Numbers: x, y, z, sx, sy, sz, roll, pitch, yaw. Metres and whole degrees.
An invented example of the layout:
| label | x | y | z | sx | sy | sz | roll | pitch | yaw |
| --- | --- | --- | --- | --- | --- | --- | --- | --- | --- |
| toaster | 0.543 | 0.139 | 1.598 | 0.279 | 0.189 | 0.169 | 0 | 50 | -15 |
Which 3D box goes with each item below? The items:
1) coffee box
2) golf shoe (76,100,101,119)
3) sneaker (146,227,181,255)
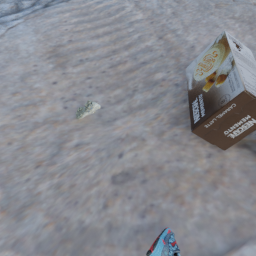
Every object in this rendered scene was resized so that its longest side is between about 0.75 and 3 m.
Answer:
| label | x | y | z | sx | sy | sz | roll | pitch | yaw |
| --- | --- | --- | --- | --- | --- | --- | --- | --- | --- |
| coffee box | 2.649 | -1.108 | 7.738 | 1.195 | 1.714 | 2.997 | 29 | 41 | -19 |
| golf shoe | -1.158 | -0.467 | 8.081 | 0.449 | 0.923 | 0.362 | 11 | 65 | -40 |
| sneaker | 0.702 | 2.224 | 5.066 | 0.544 | 0.452 | 1.139 | 40 | 12 | 17 |
